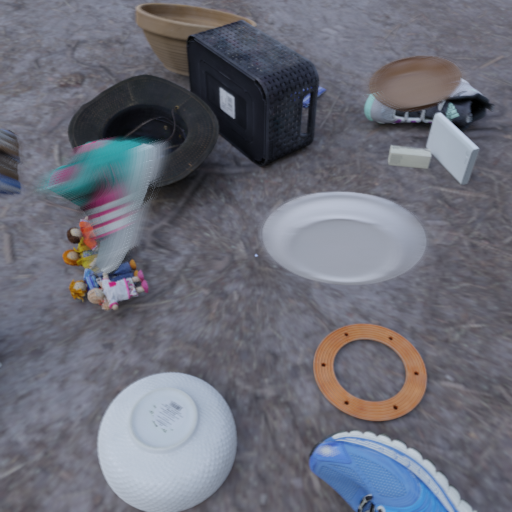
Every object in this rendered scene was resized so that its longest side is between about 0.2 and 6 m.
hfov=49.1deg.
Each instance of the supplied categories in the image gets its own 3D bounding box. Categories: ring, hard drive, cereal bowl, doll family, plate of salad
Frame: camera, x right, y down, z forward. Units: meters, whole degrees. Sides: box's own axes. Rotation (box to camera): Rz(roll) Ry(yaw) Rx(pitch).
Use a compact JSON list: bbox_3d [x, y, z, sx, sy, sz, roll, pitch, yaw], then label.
[{"bbox_3d":[1.829,1.865,9.082,1.810,0.174,1.810,0,47,0],"label":"ring"},{"bbox_3d":[4.376,-2.412,12.582,0.192,0.963,1.461,-14,48,-13],"label":"hard drive"},{"bbox_3d":[-1.295,2.508,8.010,2.026,0.844,2.026,-1,47,1],"label":"cereal bowl"},{"bbox_3d":[-2.862,0.257,10.292,1.238,0.899,1.994,-16,66,-24],"label":"doll family"},{"bbox_3d":[1.151,-0.242,7.445,2.122,2.122,0.510,6,58,6],"label":"plate of salad"}]

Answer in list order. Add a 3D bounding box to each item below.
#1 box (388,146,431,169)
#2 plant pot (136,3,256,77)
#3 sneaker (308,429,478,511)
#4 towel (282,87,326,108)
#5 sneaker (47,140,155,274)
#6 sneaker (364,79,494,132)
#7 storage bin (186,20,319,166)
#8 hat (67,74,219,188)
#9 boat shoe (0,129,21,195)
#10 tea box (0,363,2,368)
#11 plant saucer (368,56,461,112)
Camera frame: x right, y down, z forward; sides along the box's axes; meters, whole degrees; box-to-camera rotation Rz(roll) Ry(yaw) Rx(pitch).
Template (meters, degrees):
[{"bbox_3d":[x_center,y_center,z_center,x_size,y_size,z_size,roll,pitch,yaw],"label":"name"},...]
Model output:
[{"bbox_3d":[3.518,-2.271,12.866,0.910,0.374,0.311,8,47,5],"label":"box"},{"bbox_3d":[-1.665,-5.761,15.140,3.191,1.473,3.191,8,30,-5],"label":"plant pot"},{"bbox_3d":[1.920,3.445,6.829,3.240,1.273,1.445,32,52,27],"label":"sneaker"},{"bbox_3d":[0.972,-4.477,15.131,1.518,0.181,1.099,26,50,21],"label":"towel"},{"bbox_3d":[-2.018,-0.641,6.919,1.107,1.833,0.767,13,27,-21],"label":"sneaker"},{"bbox_3d":[4.267,-3.534,13.330,2.965,1.153,2.074,-16,38,-14],"label":"sneaker"},{"bbox_3d":[-0.158,-3.850,13.131,1.491,2.150,3.181,-27,52,-24],"label":"storage bin"},{"bbox_3d":[-2.359,-2.435,12.343,3.245,1.309,3.245,-1,60,2],"label":"hat"},{"bbox_3d":[-3.461,-1.242,7.185,0.812,0.813,2.247,3,8,-26],"label":"boat shoe"},{"bbox_3d":[-5.120,1.454,8.330,1.202,1.799,1.770,29,53,25],"label":"tea box"},{"bbox_3d":[2.347,-2.519,8.325,1.318,0.241,1.318,-8,48,9],"label":"plant saucer"}]
